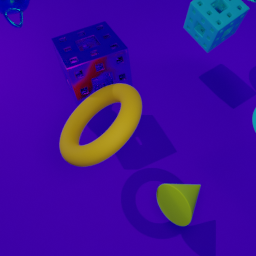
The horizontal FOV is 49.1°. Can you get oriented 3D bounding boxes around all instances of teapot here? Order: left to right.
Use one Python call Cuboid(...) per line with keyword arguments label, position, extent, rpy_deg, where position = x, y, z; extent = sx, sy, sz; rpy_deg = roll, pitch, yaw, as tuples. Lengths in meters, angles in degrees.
Cuboid(label="teapot", position=(-2.397, -2.931, 5.829), extent=(0.814, 1.033, 1.662), rpy_deg=(-5, 94, -41))

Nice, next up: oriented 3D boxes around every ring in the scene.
Cuboid(label="ring", position=(-0.547, -0.099, 5.299), extent=(1.868, 0.374, 1.868), rpy_deg=(-27, 38, 23))

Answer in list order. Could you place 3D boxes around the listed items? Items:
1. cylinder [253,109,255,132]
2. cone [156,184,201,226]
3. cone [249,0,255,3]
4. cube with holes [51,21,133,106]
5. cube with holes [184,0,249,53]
Cuboid(label="cylinder", position=(2.646, -0.162, 4.650), extent=(0.780, 0.780, 0.780), rpy_deg=(-14, 63, -29))
Cuboid(label="cone", position=(1.244, 1.400, 5.873), extent=(0.922, 0.919, 0.919), rpy_deg=(-23, 64, -35))
Cuboid(label="cone", position=(3.846, -3.969, 6.877), extent=(1.623, 1.629, 1.623), rpy_deg=(6, 35, -4))
Cuboid(label="cube with holes", position=(-0.792, -1.388, 6.484), extent=(1.328, 1.328, 1.328), rpy_deg=(-22, 49, -11))
Cuboid(label="cube with holes", position=(2.354, -2.987, 7.647), extent=(1.062, 1.062, 1.062), rpy_deg=(-36, 77, -9))
